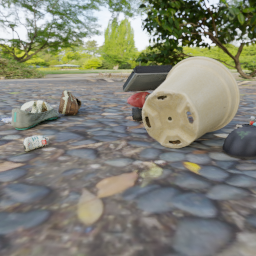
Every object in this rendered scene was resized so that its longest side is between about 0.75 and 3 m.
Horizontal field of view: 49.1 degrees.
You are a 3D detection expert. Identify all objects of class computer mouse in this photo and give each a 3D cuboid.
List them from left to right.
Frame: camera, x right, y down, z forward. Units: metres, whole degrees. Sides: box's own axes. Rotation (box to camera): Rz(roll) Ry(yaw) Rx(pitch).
[{"bbox_3d":[3.629,0.232,8.130,1.760,0.670,2.542,14,21,42],"label":"computer mouse"}]

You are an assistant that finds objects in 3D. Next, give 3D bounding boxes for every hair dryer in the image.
[{"bbox_3d":[1.114,-1.062,12.259,2.593,0.705,1.975,10,-7,21],"label":"hair dryer"}]

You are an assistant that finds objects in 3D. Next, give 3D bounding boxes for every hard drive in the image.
[{"bbox_3d":[0.704,-1.888,10.897,1.445,0.340,2.070,-5,-9,-14],"label":"hard drive"}]

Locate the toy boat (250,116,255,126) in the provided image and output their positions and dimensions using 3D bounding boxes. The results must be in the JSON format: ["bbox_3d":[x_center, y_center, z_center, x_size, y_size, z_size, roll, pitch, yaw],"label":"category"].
[{"bbox_3d":[4.908,-0.157,10.529,0.782,0.433,0.931,-4,14,-15],"label":"toy boat"}]

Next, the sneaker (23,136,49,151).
[{"bbox_3d":[-2.670,0.414,8.202,0.470,0.354,1.006,-4,10,8],"label":"sneaker"}]

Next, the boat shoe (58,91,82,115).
[{"bbox_3d":[-2.879,-1.174,14.095,1.051,1.050,2.842,10,17,-13],"label":"boat shoe"}]

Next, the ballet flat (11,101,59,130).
[{"bbox_3d":[-3.716,-0.680,11.635,1.011,0.955,2.999,3,13,13],"label":"ballet flat"}]

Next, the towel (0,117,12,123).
[{"bbox_3d":[-5.065,-0.354,12.124,0.660,0.107,0.898,-11,17,-42],"label":"towel"}]

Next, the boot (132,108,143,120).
[{"bbox_3d":[1.185,-0.584,11.761,2.034,0.668,1.677,4,2,-1],"label":"boot"}]

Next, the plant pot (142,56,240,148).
[{"bbox_3d":[1.798,-0.672,8.756,2.690,2.690,2.463,9,26,33],"label":"plant pot"}]
